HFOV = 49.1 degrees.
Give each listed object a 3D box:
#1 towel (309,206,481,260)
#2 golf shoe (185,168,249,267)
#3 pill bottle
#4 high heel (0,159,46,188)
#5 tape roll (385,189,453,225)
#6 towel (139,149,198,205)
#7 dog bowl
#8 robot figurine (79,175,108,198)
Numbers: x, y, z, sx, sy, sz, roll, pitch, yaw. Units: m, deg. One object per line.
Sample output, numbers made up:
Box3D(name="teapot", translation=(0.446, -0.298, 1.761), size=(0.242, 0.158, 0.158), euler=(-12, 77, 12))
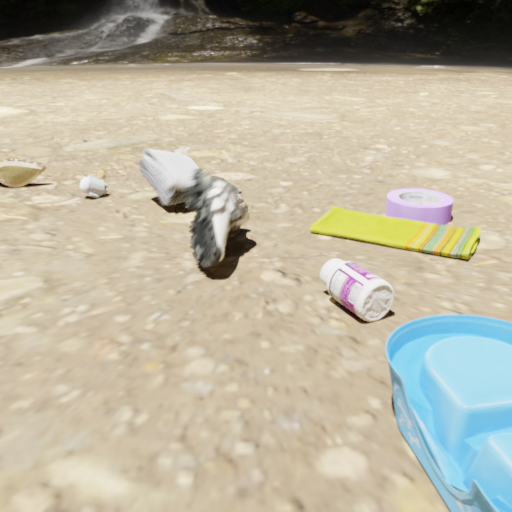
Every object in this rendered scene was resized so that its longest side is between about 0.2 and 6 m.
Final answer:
Box3D(name="towel", translation=(2.315, -0.429, 9.388), size=(2.632, 0.238, 1.133), euler=(12, 24, 26))
Box3D(name="golf shoe", translation=(-0.499, -0.598, 8.484), size=(0.993, 0.817, 2.102), euler=(13, 38, -20))
Box3D(name="pill bottle", translation=(1.235, 0.392, 7.076), size=(0.543, 0.543, 0.967), euler=(-11, 27, -25))
Box3D(name="high heel", translation=(-5.524, -1.976, 12.430), size=(1.800, 0.643, 1.283), euler=(-12, 31, -6))
Box3D(name="tape roll", translation=(2.990, -0.895, 10.299), size=(1.172, 0.385, 1.172), euler=(-1, 24, 0))
Box3D(name="towel", translation=(-1.539, -1.495, 10.942), size=(1.109, 0.573, 1.340), euler=(3, 37, -46))
Box3D(name="dog bowl", translation=(2.075, 1.466, 4.329), size=(1.646, 0.732, 2.953), euler=(-4, 24, -10))
Box3D(name="robot figurine", translation=(-3.318, -1.408, 11.393), size=(0.595, 0.336, 0.505), euler=(10, 55, -38))
